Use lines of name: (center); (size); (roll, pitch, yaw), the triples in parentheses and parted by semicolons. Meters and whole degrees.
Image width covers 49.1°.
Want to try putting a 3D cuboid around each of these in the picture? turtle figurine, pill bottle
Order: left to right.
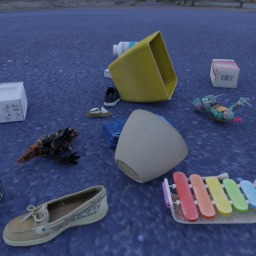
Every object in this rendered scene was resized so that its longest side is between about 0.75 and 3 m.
pill bottle: (0.040, -5.395, 19.509); (2.092, 1.159, 1.159); (2, 29, 4)
turtle figurine: (3.708, -0.827, 11.393); (1.772, 1.192, 2.367); (5, 12, -18)

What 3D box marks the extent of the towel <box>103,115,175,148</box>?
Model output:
towel: (0.364, 0.024, 10.439); (2.485, 0.603, 1.387); (-10, 30, -16)

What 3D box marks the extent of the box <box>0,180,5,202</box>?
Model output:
box: (-3.754, 1.633, 7.005); (0.721, 1.170, 1.161); (0, 29, 1)

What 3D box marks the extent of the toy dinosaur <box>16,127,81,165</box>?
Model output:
toy dinosaur: (-2.452, 0.646, 9.214); (1.608, 1.210, 2.370); (6, 46, 40)

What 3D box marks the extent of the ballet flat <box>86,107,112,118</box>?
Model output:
ballet flat: (-1.224, -0.671, 11.888); (1.096, 0.396, 0.372); (-3, 30, -6)

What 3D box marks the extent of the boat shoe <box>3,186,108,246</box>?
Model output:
boat shoe: (-1.700, 2.008, 6.717); (2.499, 0.783, 0.916); (-15, 32, -24)

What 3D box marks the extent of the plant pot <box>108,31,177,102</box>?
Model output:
plant pot: (0.656, -2.663, 13.257); (2.347, 2.661, 2.660); (-15, 23, 25)

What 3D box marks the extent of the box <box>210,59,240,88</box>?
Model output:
box: (5.296, -3.035, 15.429); (1.212, 1.033, 1.896); (4, 30, 7)

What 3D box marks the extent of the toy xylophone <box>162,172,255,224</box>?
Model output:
toy xylophone: (2.184, 1.709, 7.356); (2.717, 0.683, 1.989); (-4, 29, -8)

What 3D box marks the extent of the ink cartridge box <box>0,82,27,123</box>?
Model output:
ink cartridge box: (-5.686, -1.097, 11.979); (2.469, 1.035, 2.168); (-6, 30, -11)

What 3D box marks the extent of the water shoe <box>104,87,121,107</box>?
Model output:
water shoe: (-0.658, -1.649, 13.284); (0.660, 0.728, 1.845); (4, 30, 8)

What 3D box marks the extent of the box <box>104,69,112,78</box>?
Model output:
box: (-0.900, -3.218, 16.413); (0.700, 0.399, 0.761); (16, 32, 24)

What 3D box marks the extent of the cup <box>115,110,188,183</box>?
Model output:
cup: (0.463, 0.703, 8.171); (2.061, 2.061, 1.474); (26, 65, 38)
